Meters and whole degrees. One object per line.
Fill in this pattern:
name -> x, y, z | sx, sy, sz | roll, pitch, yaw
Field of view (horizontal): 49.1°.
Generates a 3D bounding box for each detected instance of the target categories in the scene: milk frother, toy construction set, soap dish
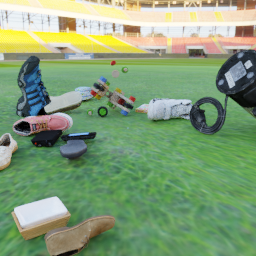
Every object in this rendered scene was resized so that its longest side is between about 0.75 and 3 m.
milk frother -> 4.227, -0.772, 10.310 | 2.797, 2.684, 2.974 | 30, -33, -29
toy construction set -> -0.735, -1.822, 13.140 | 2.115, 2.536, 1.949 | 6, 10, -8
soap dish -> -1.500, 1.545, 4.840 | 0.840, 0.341, 0.661 | -11, 19, -32

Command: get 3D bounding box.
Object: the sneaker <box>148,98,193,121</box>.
sneaker -> 1.891, -0.806, 11.937 | 1.412, 0.923, 2.456 | 7, 14, 32

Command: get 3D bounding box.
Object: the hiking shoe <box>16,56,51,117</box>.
hiking shoe -> -3.379, -1.412, 10.470 | 1.213, 2.798, 1.041 | 21, 43, -3

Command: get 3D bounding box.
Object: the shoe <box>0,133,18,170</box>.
shoe -> -3.509, 0.639, 7.681 | 0.666, 0.509, 1.906 | -2, 16, -8

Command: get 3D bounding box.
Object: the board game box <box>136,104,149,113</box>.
board game box -> 0.964, -0.983, 13.936 | 0.722, 0.227, 1.512 | 7, 15, 20

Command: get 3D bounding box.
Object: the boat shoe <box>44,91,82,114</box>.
boat shoe -> -3.408, -1.060, 13.152 | 2.535, 0.911, 0.754 | -15, -22, -14

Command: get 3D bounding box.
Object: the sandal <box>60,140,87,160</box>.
sandal -> -1.494, 0.648, 8.006 | 0.703, 0.396, 1.848 | 0, 5, -3

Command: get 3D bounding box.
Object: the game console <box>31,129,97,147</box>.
game console -> -2.050, 0.262, 9.221 | 2.053, 0.247, 1.211 | -4, 16, 1

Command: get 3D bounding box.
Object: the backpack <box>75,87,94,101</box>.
backpack -> -2.604, -1.990, 16.342 | 1.080, 1.018, 1.324 | 9, 34, 18

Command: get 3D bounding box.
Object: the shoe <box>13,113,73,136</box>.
shoe -> -3.030, -0.079, 9.923 | 1.997, 0.713, 0.908 | -1, 16, 17

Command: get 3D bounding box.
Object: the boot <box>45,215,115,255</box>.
boot -> -0.683, 1.707, 4.363 | 1.127, 0.415, 0.425 | -14, 36, -21
